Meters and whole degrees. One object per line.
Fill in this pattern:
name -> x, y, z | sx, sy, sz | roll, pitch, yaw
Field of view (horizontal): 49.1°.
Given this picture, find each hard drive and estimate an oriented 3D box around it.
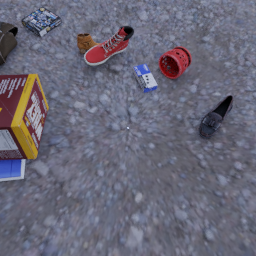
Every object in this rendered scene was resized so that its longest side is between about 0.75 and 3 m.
hard drive -> -4.434, 0.746, 8.192 | 2.763, 0.350, 1.823 | -6, 59, -4

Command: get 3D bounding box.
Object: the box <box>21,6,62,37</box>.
box -> -3.494, -4.323, 11.334 | 1.167, 0.290, 1.159 | 36, 65, 20

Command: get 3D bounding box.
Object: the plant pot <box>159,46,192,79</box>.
plant pot -> 1.663, -2.315, 9.756 | 0.936, 0.936, 0.852 | 35, 57, 19

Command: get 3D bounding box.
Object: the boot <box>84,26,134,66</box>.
boot -> -0.650, -2.870, 9.597 | 1.808, 1.304, 0.655 | -33, 90, -20

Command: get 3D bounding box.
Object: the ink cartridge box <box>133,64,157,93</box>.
ink cartridge box -> 0.589, -1.754, 9.791 | 0.503, 0.236, 1.070 | -17, 60, -11

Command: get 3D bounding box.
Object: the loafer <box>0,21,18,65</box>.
loafer -> -4.520, -3.209, 10.354 | 0.770, 0.788, 2.158 | -5, 58, -2

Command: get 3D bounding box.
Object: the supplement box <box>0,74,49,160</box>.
supplement box -> -3.541, -0.317, 7.743 | 2.074, 1.377, 2.046 | -2, 49, 1

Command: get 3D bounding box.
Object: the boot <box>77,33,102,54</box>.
boot -> -1.349, -3.151, 10.304 | 1.053, 0.815, 0.388 | -13, 59, -8

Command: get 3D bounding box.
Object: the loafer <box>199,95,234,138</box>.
loafer -> 2.792, -0.418, 8.800 | 0.608, 0.532, 1.691 | 34, 64, 19
